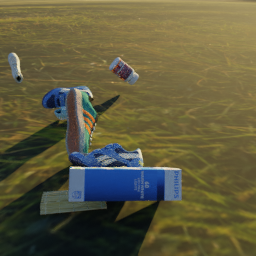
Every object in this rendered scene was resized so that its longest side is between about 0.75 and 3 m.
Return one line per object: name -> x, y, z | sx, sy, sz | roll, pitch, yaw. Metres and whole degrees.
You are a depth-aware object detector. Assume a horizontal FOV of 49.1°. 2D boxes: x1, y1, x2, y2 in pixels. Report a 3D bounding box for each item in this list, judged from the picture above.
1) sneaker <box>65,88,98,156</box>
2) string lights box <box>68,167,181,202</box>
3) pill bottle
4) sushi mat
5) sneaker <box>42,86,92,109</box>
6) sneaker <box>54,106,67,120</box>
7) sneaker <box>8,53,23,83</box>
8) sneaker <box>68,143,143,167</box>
sneaker -> -0.955, -0.047, 6.199 | 0.688, 1.721, 0.614 | 13, -27, -41
string lights box -> -0.086, 0.894, 4.554 | 1.704, 0.502, 0.876 | 2, -7, -11
pill bottle -> -0.127, -1.922, 9.578 | 0.958, 0.525, 0.525 | 36, 20, -22
sushi mat -> -0.946, 1.264, 4.896 | 1.128, 0.068, 0.539 | -4, 32, -6
sneaker -> -1.618, -0.798, 7.635 | 1.411, 0.522, 0.580 | -17, 40, -22
sneaker -> -1.604, -0.437, 7.444 | 0.843, 0.346, 0.312 | -16, 52, 24
sneaker -> -3.684, -1.956, 9.272 | 0.350, 0.950, 0.549 | -20, 50, -25
sneaker -> -0.405, 0.601, 5.427 | 1.465, 0.542, 0.603 | 9, 70, 1
